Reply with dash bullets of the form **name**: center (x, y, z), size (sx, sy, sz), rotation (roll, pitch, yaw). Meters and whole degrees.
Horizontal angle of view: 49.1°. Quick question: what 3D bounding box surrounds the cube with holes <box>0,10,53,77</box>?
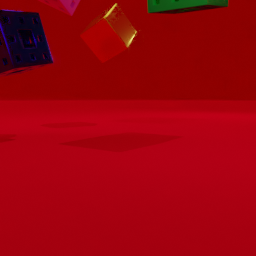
- **cube with holes**: center (-2.371, -1.651, 5.630), size (1.041, 1.041, 1.041), rotation (-7, 13, 31)

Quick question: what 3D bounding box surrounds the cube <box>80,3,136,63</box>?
- **cube**: center (-0.629, -3.139, 9.312), size (1.175, 1.175, 1.175), rotation (-20, 33, 37)

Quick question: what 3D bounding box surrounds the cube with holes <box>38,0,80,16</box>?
- **cube with holes**: center (-1.776, -3.736, 6.493), size (1.317, 1.317, 1.317), rotation (28, 0, 10)

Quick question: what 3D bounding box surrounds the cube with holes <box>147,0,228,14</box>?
- **cube with holes**: center (1.365, -3.424, 6.344), size (1.399, 1.399, 1.399), rotation (8, 22, 35)
